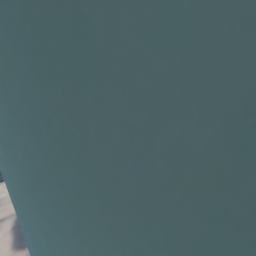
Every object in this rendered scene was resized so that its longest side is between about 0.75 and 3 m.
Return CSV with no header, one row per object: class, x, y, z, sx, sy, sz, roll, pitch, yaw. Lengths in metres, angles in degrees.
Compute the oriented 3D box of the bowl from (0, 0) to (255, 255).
bowl,0.635,-0.014,1.449,2.977,1.557,2.977,17,26,-9
